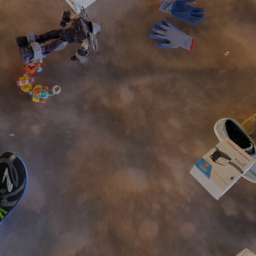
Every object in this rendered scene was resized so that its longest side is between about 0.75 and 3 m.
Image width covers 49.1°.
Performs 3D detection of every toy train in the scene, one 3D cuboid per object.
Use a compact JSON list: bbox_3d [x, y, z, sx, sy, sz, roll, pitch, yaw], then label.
[{"bbox_3d":[-2.617,-1.370,7.988,1.001,0.371,1.333,-42,83,-6],"label":"toy train"}]

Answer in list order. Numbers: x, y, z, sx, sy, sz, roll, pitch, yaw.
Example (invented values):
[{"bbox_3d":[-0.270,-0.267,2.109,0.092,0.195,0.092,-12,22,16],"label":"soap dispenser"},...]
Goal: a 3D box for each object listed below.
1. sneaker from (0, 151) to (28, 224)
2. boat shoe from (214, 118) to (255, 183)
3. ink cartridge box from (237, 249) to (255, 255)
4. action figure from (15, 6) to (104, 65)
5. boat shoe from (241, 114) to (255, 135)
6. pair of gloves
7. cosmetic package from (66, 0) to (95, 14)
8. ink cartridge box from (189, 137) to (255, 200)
[{"bbox_3d":[-3.527,1.979,7.016,1.039,1.215,2.931,29,82,3],"label":"sneaker"},{"bbox_3d":[3.064,0.599,7.491,0.705,0.720,2.022,-33,82,-5],"label":"boat shoe"},{"bbox_3d":[3.177,4.110,6.936,1.207,0.694,1.663,-38,83,-6],"label":"ink cartridge box"},{"bbox_3d":[-1.870,-2.570,7.984,2.457,0.852,1.598,-18,74,-8],"label":"action figure"},{"bbox_3d":[3.505,-0.166,7.776,1.051,0.400,0.377,-44,84,-6],"label":"boat shoe"},{"bbox_3d":[1.476,-3.138,8.367,1.434,0.203,1.783,19,82,1],"label":"pair of gloves"},{"bbox_3d":[-1.073,-4.534,8.306,2.106,0.780,1.071,-39,83,-4],"label":"cosmetic package"},{"bbox_3d":[2.361,0.976,7.016,1.298,0.543,0.942,-34,64,-25],"label":"ink cartridge box"}]
